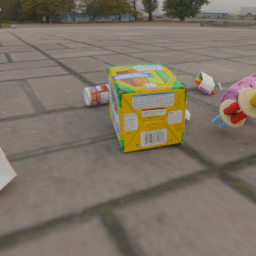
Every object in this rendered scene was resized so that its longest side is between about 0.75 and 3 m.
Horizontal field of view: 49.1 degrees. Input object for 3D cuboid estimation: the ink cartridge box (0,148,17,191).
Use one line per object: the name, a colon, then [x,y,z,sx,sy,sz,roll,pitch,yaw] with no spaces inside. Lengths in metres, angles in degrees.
ink cartridge box: [-3.000,0.444,5.205,1.770,1.031,0.597,18,49,32]

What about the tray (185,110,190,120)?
tray: [1.512,-0.575,8.272,0.820,0.091,0.440,35,31,-2]

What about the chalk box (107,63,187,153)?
chalk box: [0.337,-0.760,7.416,1.591,1.583,2.557,-8,30,-10]

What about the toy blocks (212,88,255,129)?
toy blocks: [3.307,-0.290,6.955,1.823,0.794,2.187,24,-23,-10]

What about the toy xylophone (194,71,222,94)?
toy xylophone: [3.208,-1.779,11.224,1.086,0.373,1.483,33,29,2]

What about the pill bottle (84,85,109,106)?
pill bottle: [-0.912,-1.149,9.589,1.096,0.615,0.615,-13,27,-22]

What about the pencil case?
pencil case: [3.738,-1.051,8.556,0.911,0.952,2.200,18,37,42]
